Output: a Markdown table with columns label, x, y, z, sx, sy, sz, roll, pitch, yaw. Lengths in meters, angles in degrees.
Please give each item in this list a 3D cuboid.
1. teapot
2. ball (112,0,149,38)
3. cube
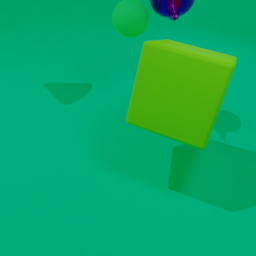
| label | x | y | z | sx | sy | sz | roll | pitch | yaw |
| --- | --- | --- | --- | --- | --- | --- | --- | --- | --- |
| teapot | 0.871 | -2.647 | 5.503 | 0.923 | 0.727 | 1.485 | -4 | 77 | 9 |
| ball | 0.058 | -2.241 | 5.729 | 0.758 | 0.758 | 0.758 | 0 | 41 | 0 |
| cube | 0.964 | -0.678 | 4.913 | 1.391 | 1.391 | 1.391 | 20 | 24 | 15 |
